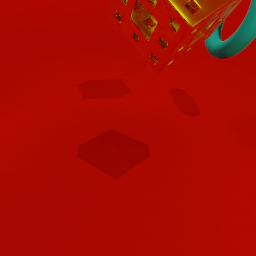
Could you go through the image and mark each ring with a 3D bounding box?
[{"bbox_3d":[2.562,-2.671,6.705,0.413,2.064,2.064,15,25,-18],"label":"ring"}]

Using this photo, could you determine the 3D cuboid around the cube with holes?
[{"bbox_3d":[0.612,-1.679,3.688,1.149,1.149,1.149,-38,86,-19],"label":"cube with holes"}]
